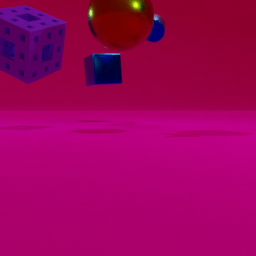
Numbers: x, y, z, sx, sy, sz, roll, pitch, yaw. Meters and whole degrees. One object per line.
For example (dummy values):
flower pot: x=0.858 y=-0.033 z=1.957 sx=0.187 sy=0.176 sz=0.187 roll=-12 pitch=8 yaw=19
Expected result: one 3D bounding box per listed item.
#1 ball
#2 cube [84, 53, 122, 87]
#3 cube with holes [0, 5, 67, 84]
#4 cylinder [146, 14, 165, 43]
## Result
ball: x=-0.142 y=-2.143 z=5.423 sx=1.296 sy=1.296 sz=1.296 roll=0 pitch=4 yaw=0
cube: x=-0.983 y=-2.233 z=10.894 sx=1.131 sy=1.131 sz=1.131 roll=-7 pitch=7 yaw=-26
cube with holes: x=-2.400 y=-2.014 z=6.653 sx=1.238 sy=1.238 sz=1.238 roll=27 pitch=36 yaw=13
cylinder: x=0.827 y=-3.168 z=8.903 sx=0.708 sy=0.708 sz=0.708 roll=1 pitch=34 yaw=9
